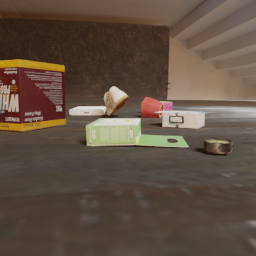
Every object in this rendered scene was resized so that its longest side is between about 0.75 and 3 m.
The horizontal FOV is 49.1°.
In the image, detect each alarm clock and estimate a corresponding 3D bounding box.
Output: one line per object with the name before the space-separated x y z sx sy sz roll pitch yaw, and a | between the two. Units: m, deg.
alarm clock | 1.757 0.360 5.666 0.557 0.275 0.826 -4 10 -22

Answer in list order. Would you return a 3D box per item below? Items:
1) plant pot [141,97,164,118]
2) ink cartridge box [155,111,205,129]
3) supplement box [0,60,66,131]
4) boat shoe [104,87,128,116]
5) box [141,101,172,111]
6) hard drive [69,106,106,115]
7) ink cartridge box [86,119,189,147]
plant pot | 1.219 -0.932 13.512 0.890 1.005 1.005 15 13 23
ink cartridge box | 1.814 -0.316 9.899 1.570 0.532 0.910 4 8 29
supplement box | -3.374 -1.103 9.579 1.438 2.166 2.136 4 8 26
boat shoe | -0.698 -1.362 13.558 0.981 0.960 2.770 -40 -1 -18
box | 1.617 -1.152 15.900 1.232 0.677 1.401 -3 9 -25
hard drive | -2.199 -0.980 15.825 1.770 0.358 2.683 0 8 -2
ink cartridge box | 0.258 0.083 6.953 2.286 0.548 1.663 -1 7 6
